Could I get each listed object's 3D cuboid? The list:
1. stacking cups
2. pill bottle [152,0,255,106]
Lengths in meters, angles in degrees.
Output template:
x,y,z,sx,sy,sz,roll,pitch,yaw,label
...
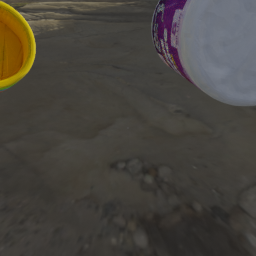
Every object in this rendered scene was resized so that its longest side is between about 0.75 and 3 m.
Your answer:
x,y,z,sx,sy,sz,roll,pitch,yaw,label
-1.939,-0.878,3.831,0.859,0.859,2.840,-19,13,-25,stacking cups
1.215,-1.458,4.153,1.592,1.592,2.835,-3,22,-5,pill bottle
